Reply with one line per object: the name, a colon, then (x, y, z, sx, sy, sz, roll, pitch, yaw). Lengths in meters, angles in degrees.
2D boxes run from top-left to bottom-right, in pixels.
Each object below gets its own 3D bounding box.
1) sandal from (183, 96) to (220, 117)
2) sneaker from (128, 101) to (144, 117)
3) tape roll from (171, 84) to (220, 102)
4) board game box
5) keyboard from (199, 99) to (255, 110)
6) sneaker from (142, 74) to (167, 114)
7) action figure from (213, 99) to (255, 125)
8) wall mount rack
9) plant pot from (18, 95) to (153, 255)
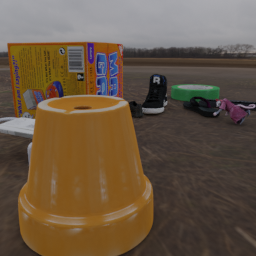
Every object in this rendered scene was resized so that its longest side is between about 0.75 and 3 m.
sandal: (3.350, -1.063, 12.713, 0.969, 0.617, 2.577, -3, 15, -15)
sneaker: (0.117, -0.869, 12.031, 1.407, 0.639, 0.534, 12, 21, 40)
tape roll: (3.883, -2.064, 16.273, 2.723, 0.655, 2.723, 0, 15, 0)
board game box: (-2.041, -1.569, 10.187, 2.938, 2.940, 2.938, 5, 16, 19)
keyboard: (5.003, -1.180, 13.674, 2.929, 0.376, 1.759, 6, 17, 23)
sneaker: (1.217, -1.670, 13.037, 1.059, 1.621, 2.898, 2, 16, 14)
action figure: (3.908, -0.769, 10.646, 1.351, 1.006, 0.905, 43, 37, 21)
wall mount rack: (-2.324, 0.255, 7.531, 2.742, 1.022, 2.382, 8, 21, 27)
plant pot: (-0.649, 0.549, 4.420, 2.142, 1.961, 2.142, 0, 16, 0)
